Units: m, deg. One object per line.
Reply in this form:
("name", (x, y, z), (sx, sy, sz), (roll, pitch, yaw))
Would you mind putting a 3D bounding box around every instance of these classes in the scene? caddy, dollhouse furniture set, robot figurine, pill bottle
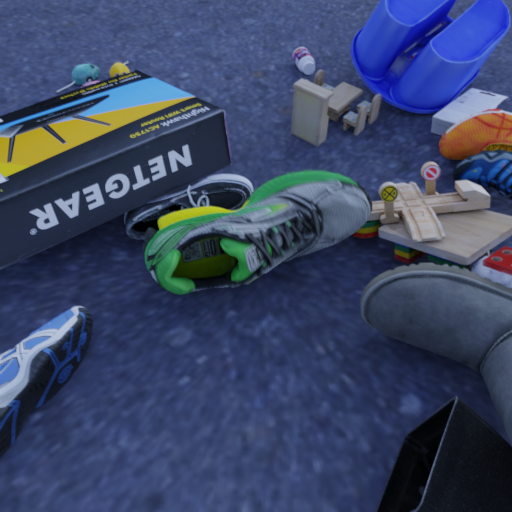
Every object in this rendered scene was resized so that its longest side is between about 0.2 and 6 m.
("caddy", (3.436, -4.306, 11.328), (2.383, 1.770, 3.371), (43, 60, 8))
("dollhouse furniture set", (1.399, -2.952, 10.486), (1.370, 1.038, 1.563), (32, 56, 24))
("robot figurine", (3.182, 0.371, 7.501), (0.530, 0.939, 0.797), (-18, 41, 14))
("pill bottle", (1.050, -4.205, 12.128), (0.371, 0.371, 0.665), (-10, 47, -9))

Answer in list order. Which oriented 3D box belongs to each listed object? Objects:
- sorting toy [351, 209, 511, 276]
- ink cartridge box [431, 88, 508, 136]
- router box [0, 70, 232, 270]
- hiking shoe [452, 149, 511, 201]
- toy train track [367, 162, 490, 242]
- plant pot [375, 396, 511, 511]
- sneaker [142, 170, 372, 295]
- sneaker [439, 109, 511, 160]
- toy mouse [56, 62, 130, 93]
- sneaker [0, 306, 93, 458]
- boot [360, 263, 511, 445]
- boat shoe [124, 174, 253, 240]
("sorting toy", (2.868, -0.215, 8.083), (1.450, 0.509, 3.009), (-27, 33, -32))
("ink cartridge box", (4.078, -2.695, 10.682), (0.790, 0.365, 1.451), (30, 53, 35))
("router box", (-2.895, -1.595, 8.886), (4.082, 1.042, 3.045), (-29, 42, -25))
("hiking shoe", (4.052, -1.235, 8.986), (1.834, 0.682, 0.795), (2, 71, 38))
("toy train track", (1.555, -0.861, 8.457), (3.736, 0.608, 2.143), (-7, 27, 5))
("plant pot", (2.017, 2.378, 5.542), (1.107, 1.248, 1.245), (30, 53, 9))
("sneaker", (0.105, -0.175, 7.624), (3.229, 1.260, 1.376), (-20, 28, -5))
("sneaker", (4.460, -1.942, 9.659), (2.550, 0.931, 0.984), (-3, 45, -2))
("toy mouse", (-3.400, -3.655, 11.637), (1.565, 0.341, 1.761), (-10, 48, -9))
("sneaker", (-2.880, 1.393, 6.599), (0.908, 0.892, 2.357), (26, 51, 17))
("boot", (2.599, 1.431, 5.781), (3.015, 1.203, 3.316), (7, 32, 7))
("boat shoe", (-0.994, -0.701, 8.532), (2.041, 0.754, 0.697), (-10, 31, -9))
